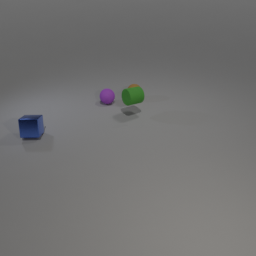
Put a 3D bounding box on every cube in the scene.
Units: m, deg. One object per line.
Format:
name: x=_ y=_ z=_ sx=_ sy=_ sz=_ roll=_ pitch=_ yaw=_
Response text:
cube: x=-3.563 y=-0.073 z=10.350 sx=0.700 sy=0.700 sz=0.700 roll=-1 pitch=16 yaw=-1

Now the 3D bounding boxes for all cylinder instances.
cylinder: x=0.204 y=-1.324 z=11.579 sx=0.700 sy=0.700 sz=0.700 roll=-15 pitch=33 yaw=-32

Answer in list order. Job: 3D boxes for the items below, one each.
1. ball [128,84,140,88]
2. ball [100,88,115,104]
ball: x=0.297 y=-1.717 z=13.141 sx=0.700 sy=0.700 sz=0.700 roll=0 pitch=30 yaw=0
ball: x=-0.949 y=-1.458 z=12.834 sx=0.700 sy=0.700 sz=0.700 roll=0 pitch=30 yaw=0
